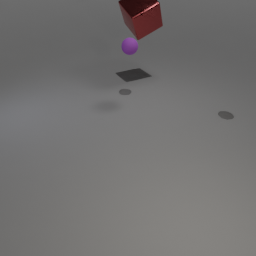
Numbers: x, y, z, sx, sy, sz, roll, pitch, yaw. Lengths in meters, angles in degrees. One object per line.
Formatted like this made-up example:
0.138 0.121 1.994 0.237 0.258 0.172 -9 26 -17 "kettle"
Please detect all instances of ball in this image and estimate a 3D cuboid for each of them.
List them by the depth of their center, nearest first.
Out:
0.075 -3.422 11.738 0.700 0.700 0.700 0 32 0 "ball"

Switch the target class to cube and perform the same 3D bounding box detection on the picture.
0.603 -5.254 12.893 1.400 1.400 1.400 -31 63 -2 "cube"
